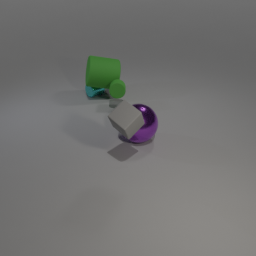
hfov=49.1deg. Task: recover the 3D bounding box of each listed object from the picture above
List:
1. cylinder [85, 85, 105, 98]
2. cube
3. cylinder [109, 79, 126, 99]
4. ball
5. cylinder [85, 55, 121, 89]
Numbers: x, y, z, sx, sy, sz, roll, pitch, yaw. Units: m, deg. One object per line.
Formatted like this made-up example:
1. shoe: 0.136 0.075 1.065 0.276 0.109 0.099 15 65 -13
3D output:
1. cylinder: -1.621 -1.909 13.693 0.700 0.700 0.700 -23 37 -34
2. cube: -0.041 -0.236 8.052 0.700 0.700 0.700 39 78 25
3. cylinder: -0.453 -1.708 12.206 0.700 0.700 0.700 0 22 0
4. ball: 0.375 -0.166 9.978 1.400 1.400 1.400 0 30 0
5. cylinder: -1.175 -2.547 12.942 1.400 1.400 1.400 4 28 -16
